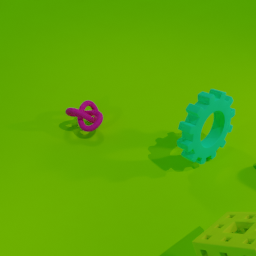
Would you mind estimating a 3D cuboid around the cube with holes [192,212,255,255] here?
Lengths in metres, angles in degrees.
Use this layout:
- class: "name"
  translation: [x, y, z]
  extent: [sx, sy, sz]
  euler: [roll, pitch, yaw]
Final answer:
- class: "cube with holes"
  translation: [1.944, 2.091, 4.428]
  extent: [1.107, 1.107, 1.107]
  euler: [-19, 89, -38]

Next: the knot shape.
- class: "knot shape"
  translation: [-1.116, -0.384, 7.790]
  extent: [1.073, 0.496, 1.004]
  euler: [27, 32, 10]

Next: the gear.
- class: "gear"
  translation: [1.887, -0.016, 6.657]
  extent: [1.761, 1.761, 0.326]
  euler: [-30, 37, -28]
